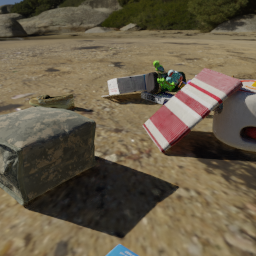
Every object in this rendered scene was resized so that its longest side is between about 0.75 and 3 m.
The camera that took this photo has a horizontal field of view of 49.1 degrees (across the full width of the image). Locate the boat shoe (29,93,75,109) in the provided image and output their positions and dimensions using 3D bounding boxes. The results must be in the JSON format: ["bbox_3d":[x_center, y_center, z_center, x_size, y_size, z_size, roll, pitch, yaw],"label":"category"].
[{"bbox_3d":[-3.141,-1.174,11.519,1.961,0.617,0.715,7,23,16],"label":"boat shoe"}]

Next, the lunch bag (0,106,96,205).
[{"bbox_3d":[-2.360,0.342,6.602,2.537,1.492,2.081,21,30,33],"label":"lunch bag"}]

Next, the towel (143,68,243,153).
[{"bbox_3d":[1.781,-0.591,8.339,2.810,0.320,2.024,-42,24,6],"label":"towel"}]

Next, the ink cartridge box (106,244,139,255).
[{"bbox_3d":[-0.186,2.284,2.583,1.457,0.848,2.015,17,27,36],"label":"ink cartridge box"}]

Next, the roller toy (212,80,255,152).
[{"bbox_3d":[3.794,-0.503,8.261,2.346,1.797,2.572,-14,26,-31],"label":"roller toy"}]

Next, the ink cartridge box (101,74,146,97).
[{"bbox_3d":[-0.104,-1.949,12.836,2.169,0.736,1.258,-12,7,-22],"label":"ink cartridge box"}]

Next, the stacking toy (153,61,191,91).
[{"bbox_3d":[2.337,-1.926,11.680,2.686,0.631,2.025,21,29,-16],"label":"stacking toy"}]

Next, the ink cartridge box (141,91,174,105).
[{"bbox_3d":[1.464,-1.361,12.369,0.874,0.345,1.758,-15,25,-35],"label":"ink cartridge box"}]

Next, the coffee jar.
[{"bbox_3d":[1.637,-2.002,12.352,1.828,0.953,0.780,-5,-2,-26],"label":"coffee jar"}]

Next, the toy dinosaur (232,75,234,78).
[{"bbox_3d":[4.366,-1.435,10.806,1.246,0.708,2.345,39,10,16],"label":"toy dinosaur"}]
